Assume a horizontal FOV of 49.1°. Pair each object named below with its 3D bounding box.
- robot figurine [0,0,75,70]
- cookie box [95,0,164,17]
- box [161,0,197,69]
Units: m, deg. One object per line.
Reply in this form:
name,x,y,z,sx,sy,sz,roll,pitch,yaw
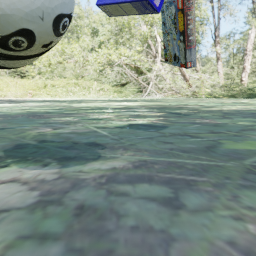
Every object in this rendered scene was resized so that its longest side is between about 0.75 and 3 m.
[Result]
robot figurine,-1.406,-1.359,3.288,1.291,1.555,2.069,17,-6,-30
cookie box,0.146,-2.929,5.707,1.381,1.181,0.519,15,-8,38
box,1.889,-3.592,10.548,0.497,2.490,1.705,-15,25,-17
